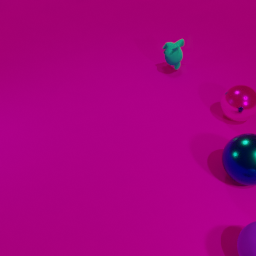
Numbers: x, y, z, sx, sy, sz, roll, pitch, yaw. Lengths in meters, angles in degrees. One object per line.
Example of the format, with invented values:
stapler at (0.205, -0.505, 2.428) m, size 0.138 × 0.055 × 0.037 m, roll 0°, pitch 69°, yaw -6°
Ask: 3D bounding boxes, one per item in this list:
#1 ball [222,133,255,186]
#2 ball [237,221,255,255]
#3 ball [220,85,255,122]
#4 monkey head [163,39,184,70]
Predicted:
ball at (3.020, 0.778, 6.975) m, size 1.300 × 1.300 × 1.300 m, roll 0°, pitch 41°, yaw 0°
ball at (2.652, 2.320, 5.380) m, size 1.033 × 1.033 × 1.033 m, roll 0°, pitch 41°, yaw 0°
ball at (3.540, -0.787, 8.876) m, size 1.169 × 1.169 × 1.169 m, roll 0°, pitch 41°, yaw 0°
monkey head at (1.882, -2.950, 10.915) m, size 1.008 × 1.401 × 0.844 m, roll -29°, pitch 64°, yaw 0°
